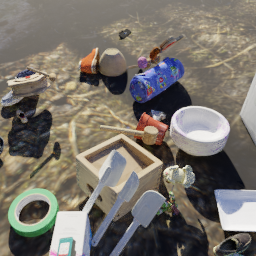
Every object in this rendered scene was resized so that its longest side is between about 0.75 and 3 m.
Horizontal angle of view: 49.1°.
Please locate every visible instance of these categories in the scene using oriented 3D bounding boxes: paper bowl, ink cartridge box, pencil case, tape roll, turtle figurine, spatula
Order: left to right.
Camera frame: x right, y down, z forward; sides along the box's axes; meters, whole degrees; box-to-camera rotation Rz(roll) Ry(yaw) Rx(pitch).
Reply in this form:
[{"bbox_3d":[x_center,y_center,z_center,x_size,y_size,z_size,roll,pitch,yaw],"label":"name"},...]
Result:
[{"bbox_3d":[-2.679,2.391,8.004,1.355,0.326,1.355,0,44,0],"label":"tape roll"},{"bbox_3d":[-1.354,3.249,6.429,0.758,1.309,2.253,0,45,0],"label":"ink cartridge box"},{"bbox_3d":[-0.382,2.048,6.916,1.824,2.623,0.211,40,24,23],"label":"spatula"},{"bbox_3d":[1.225,-2.127,11.974,2.730,1.185,1.065,-35,23,-31],"label":"pencil case"},{"bbox_3d":[1.028,2.103,8.009,0.653,0.880,0.908,-23,74,31],"label":"turtle figurine"},{"bbox_3d":[2.427,0.185,9.689,1.940,1.009,1.940,0,40,0],"label":"paper bowl"}]

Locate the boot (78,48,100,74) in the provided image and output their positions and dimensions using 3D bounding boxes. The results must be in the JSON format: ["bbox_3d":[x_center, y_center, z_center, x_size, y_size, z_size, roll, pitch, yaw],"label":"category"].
[{"bbox_3d":[-1.867,-3.302,13.553,0.955,0.668,1.781,0,45,8],"label":"boot"}]

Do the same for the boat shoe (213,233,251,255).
[{"bbox_3d":[2.748,3.009,7.206,1.154,0.374,0.423,-18,55,-21],"label":"boat shoe"}]

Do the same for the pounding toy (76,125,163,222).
[{"bbox_3d":[-0.136,1.037,8.773,2.904,1.329,2.552,-26,45,-36],"label":"pounding toy"}]

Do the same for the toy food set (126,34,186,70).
[{"bbox_3d":[1.219,-3.167,12.293,1.694,2.664,0.420,-27,89,-51],"label":"toy food set"}]

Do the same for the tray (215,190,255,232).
[{"bbox_3d":[3.784,2.404,8.030,2.431,0.270,1.305,1,46,1],"label":"tray"}]

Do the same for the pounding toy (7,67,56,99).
[{"bbox_3d":[-3.779,-1.975,11.020,1.999,1.147,1.143,-11,28,-1],"label":"pounding toy"}]

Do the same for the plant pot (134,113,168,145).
[{"bbox_3d":[0.847,0.090,9.952,0.967,0.995,0.995,23,49,11],"label":"plant pot"}]

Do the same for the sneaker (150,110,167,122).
[{"bbox_3d":[1.218,-0.342,10.729,0.600,0.390,1.039,-3,44,-6],"label":"sneaker"}]

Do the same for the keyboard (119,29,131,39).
[{"bbox_3d":[-0.223,-5.392,16.027,0.498,0.190,0.957,38,51,4],"label":"keyboard"}]

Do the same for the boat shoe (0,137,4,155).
[{"bbox_3d":[-4.928,0.155,9.777,1.333,1.039,2.937,-3,52,3],"label":"boat shoe"}]

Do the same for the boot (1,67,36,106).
[{"bbox_3d":[-4.605,-1.767,11.730,0.713,0.886,1.961,17,47,29],"label":"boot"}]

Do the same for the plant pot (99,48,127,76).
[{"bbox_3d":[-0.737,-3.217,13.249,1.363,0.915,1.363,0,44,0],"label":"plant pot"}]

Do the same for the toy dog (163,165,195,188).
[{"bbox_3d":[1.447,1.368,8.183,0.886,0.619,0.859,0,-6,38],"label":"toy dog"}]

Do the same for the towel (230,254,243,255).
[{"bbox_3d":[2.820,3.536,6.989,1.045,0.122,0.797,20,49,19],"label":"towel"}]

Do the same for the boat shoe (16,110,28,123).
[{"bbox_3d":[-4.170,-0.516,10.971,0.292,0.274,0.791,-29,52,-26],"label":"boat shoe"}]

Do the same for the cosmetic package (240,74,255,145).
[{"bbox_3d":[5.222,-0.552,9.393,1.559,2.528,2.536,-2,45,-2],"label":"cosmetic package"}]
